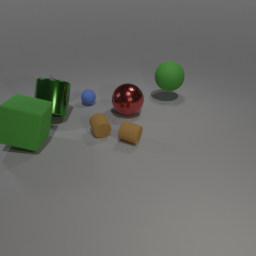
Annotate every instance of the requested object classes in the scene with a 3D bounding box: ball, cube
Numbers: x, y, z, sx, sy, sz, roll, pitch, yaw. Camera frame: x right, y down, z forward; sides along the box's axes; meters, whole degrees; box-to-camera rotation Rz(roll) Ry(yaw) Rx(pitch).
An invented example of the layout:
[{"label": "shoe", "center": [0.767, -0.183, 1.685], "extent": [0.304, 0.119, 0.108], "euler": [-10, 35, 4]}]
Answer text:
[{"label": "ball", "center": [-1.849, -1.460, 13.105], "extent": [0.700, 0.700, 0.700], "euler": [0, 30, 0]}, {"label": "ball", "center": [1.960, -2.434, 13.204], "extent": [1.400, 1.400, 1.400], "euler": [0, 30, 0]}, {"label": "cube", "center": [-3.579, -0.221, 9.853], "extent": [1.400, 1.400, 1.400], "euler": [13, 23, -4]}, {"label": "ball", "center": [-0.012, -1.224, 12.095], "extent": [1.400, 1.400, 1.400], "euler": [0, 30, 0]}]

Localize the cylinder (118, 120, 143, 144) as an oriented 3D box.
[{"label": "cylinder", "center": [0.091, 0.157, 10.250], "extent": [0.700, 0.700, 0.700], "euler": [20, 34, 17]}]

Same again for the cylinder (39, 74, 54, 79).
[{"label": "cylinder", "center": [-3.747, -2.021, 13.005], "extent": [0.700, 0.700, 0.700], "euler": [-10, 59, -17]}]

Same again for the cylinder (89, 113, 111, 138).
[{"label": "cylinder", "center": [-1.066, -0.104, 10.721], "extent": [0.700, 0.700, 0.700], "euler": [-11, 41, -18]}]

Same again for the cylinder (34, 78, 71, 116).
[{"label": "cylinder", "center": [-3.159, -1.257, 11.642], "extent": [1.400, 1.400, 1.400], "euler": [7, 0, 0]}]
